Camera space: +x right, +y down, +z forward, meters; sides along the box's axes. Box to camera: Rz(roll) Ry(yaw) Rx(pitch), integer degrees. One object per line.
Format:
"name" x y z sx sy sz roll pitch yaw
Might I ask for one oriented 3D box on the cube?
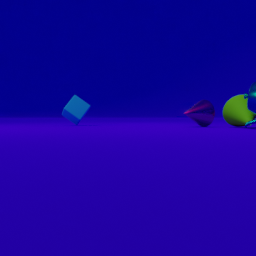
"cube" -1.928 -0.652 10.373 0.702 0.702 0.702 36 -25 -6

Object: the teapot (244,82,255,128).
"teapot" 3.440 -0.737 7.292 0.801 1.636 1.017 12 2 34

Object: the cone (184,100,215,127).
"cone" 2.092 -0.460 8.838 0.894 0.890 0.890 -2 3 -33

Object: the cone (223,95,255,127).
"cone" 3.420 -0.299 8.153 1.063 1.063 1.067 0 25 5
